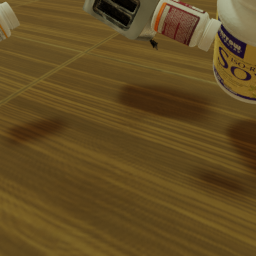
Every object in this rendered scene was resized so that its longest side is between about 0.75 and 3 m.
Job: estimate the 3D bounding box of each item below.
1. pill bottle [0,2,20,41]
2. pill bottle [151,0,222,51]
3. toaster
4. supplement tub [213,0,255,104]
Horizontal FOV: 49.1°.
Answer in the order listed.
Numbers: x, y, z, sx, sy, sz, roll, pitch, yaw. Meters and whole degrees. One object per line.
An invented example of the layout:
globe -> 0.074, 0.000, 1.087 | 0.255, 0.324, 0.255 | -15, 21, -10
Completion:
pill bottle -> -3.449, -2.404, 6.723 | 1.530, 0.836, 0.836 | -34, 47, -13
pill bottle -> 1.022, -1.821, 4.940 | 1.097, 0.626, 0.626 | 28, 44, 8
toaster -> 0.180, -3.722, 7.730 | 2.431, 2.198, 1.442 | 35, 28, 9
supplement tub -> 2.881, -2.032, 5.629 | 2.168, 2.982, 2.168 | -6, 66, 12
